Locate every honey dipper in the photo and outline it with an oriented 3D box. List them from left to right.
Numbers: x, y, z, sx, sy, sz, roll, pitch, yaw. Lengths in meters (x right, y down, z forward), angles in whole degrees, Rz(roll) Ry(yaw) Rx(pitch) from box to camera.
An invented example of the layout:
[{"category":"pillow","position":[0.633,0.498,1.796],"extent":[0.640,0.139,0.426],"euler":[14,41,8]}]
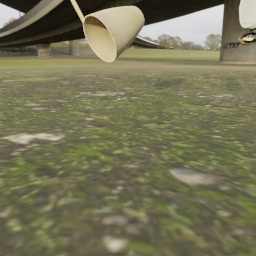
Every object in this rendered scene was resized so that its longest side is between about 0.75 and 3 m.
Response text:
[{"category":"honey dipper","position":[-1.859,-4.346,9.876],"extent":[0.429,2.261,0.429],"euler":[-29,3,2]}]

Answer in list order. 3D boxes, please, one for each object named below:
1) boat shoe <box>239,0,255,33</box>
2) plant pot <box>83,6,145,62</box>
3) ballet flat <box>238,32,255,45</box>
[{"category":"boat shoe","position":[3.062,-3.219,6.176],"extent":[0.793,2.565,0.960],"euler":[16,-22,-20]},{"category":"plant pot","position":[-0.294,-3.163,8.876],"extent":[1.635,1.531,1.531],"euler":[-38,32,-23]},{"category":"ballet flat","position":[3.046,-2.115,6.420],"extent":[1.040,0.353,0.376],"euler":[1,17,37]}]
